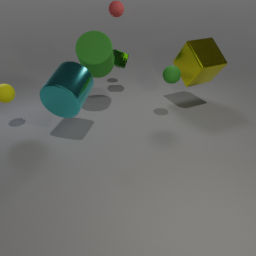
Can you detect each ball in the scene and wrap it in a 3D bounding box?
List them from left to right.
[{"bbox_3d":[-4.508,-1.266,10.255,0.700,0.700,0.700,0,29,0],"label":"ball"},{"bbox_3d":[-0.524,-5.381,12.662,0.700,0.700,0.700,0,29,0],"label":"ball"},{"bbox_3d":[1.683,-2.050,10.760,0.700,0.700,0.700,0,29,0],"label":"ball"}]

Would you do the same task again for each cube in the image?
[{"bbox_3d":[-0.483,-3.347,13.573,0.700,0.700,0.700,15,7,-27],"label":"cube"},{"bbox_3d":[3.037,-2.799,11.962,1.400,1.400,1.400,-15,71,-24],"label":"cube"}]

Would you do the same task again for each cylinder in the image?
[{"bbox_3d":[-2.036,-1.296,9.476,1.400,1.400,1.400,8,47,14],"label":"cylinder"},{"bbox_3d":[-1.280,-2.893,11.150,1.400,1.400,1.400,0,-11,0],"label":"cylinder"}]
